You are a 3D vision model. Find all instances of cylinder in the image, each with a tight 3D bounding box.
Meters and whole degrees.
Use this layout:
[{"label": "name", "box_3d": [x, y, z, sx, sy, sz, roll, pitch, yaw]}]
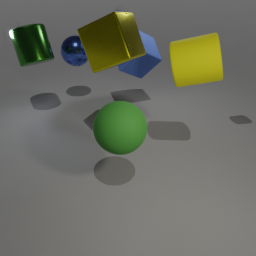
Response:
[{"label": "cylinder", "box_3d": [-3.875, -3.337, 11.365, 1.400, 1.400, 1.400, -14, 13, 3]}, {"label": "cylinder", "box_3d": [2.068, -2.035, 8.508, 1.400, 1.400, 1.400, -7, 27, 16]}]

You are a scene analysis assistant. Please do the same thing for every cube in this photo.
[{"label": "cube", "box_3d": [0.392, -3.304, 12.475, 1.400, 1.400, 1.400, 11, 54, -42]}, {"label": "cube", "box_3d": [-0.470, -2.706, 8.869, 1.400, 1.400, 1.400, -14, 13, 28]}]

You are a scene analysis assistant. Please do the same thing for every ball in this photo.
[{"label": "ball", "box_3d": [-2.449, -3.609, 13.146, 1.400, 1.400, 1.400, 0, 30, 0]}, {"label": "ball", "box_3d": [-0.204, -0.003, 7.286, 1.400, 1.400, 1.400, 0, 30, 0]}]
